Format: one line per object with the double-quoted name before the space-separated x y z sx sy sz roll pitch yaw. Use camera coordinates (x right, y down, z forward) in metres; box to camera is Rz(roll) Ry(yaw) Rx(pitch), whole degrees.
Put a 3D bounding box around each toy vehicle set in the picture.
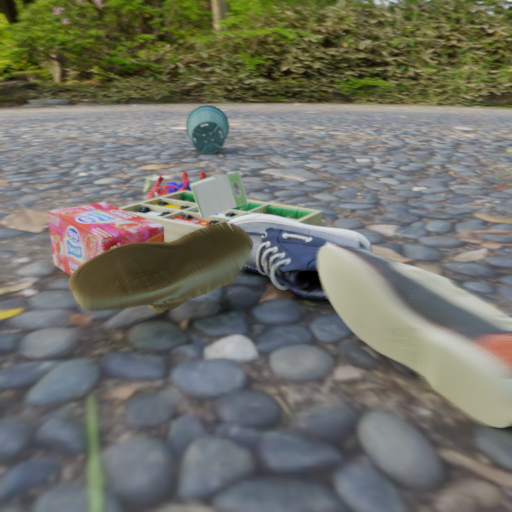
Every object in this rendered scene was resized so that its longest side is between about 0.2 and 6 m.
"toy vehicle set" -0.807 -0.704 11.567 3.706 0.491 2.303 12 22 30

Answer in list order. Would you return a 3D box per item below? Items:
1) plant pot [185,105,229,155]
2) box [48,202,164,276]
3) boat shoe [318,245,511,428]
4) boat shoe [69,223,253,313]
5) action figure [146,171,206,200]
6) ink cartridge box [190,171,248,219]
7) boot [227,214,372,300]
"plant pot" -1.888 -4.838 21.904 1.757 1.757 1.720 -2 27 -5
"box" -2.458 -0.153 9.148 1.063 1.018 2.132 -15 24 -37
"boat shoe" 1.906 0.655 6.385 0.967 1.100 3.092 -26 38 -23
"boat shoe" -1.217 0.321 7.696 2.633 0.874 0.974 -15 48 -30
"action figure" -2.137 -1.751 14.439 0.883 0.698 2.700 8 23 14
"ink cartridge box" -0.704 -1.178 10.639 0.936 0.681 0.224 -19 22 -6
"boot" 0.399 0.019 8.778 2.677 0.974 1.209 4 27 21
